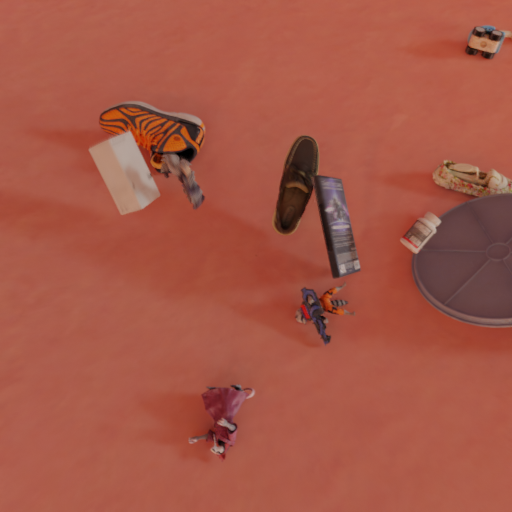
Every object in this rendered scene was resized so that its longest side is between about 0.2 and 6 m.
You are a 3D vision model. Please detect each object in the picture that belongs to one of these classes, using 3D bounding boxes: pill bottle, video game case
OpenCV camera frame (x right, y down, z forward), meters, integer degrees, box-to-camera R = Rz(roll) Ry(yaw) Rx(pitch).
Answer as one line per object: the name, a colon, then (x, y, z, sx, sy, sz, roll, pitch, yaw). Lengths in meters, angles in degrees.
pill bottle: (3.141, -0.454, 10.662, 0.422, 0.422, 0.761, 43, 96, 25)
video game case: (1.562, -0.570, 10.752, 0.181, 1.365, 1.910, -13, 88, 27)

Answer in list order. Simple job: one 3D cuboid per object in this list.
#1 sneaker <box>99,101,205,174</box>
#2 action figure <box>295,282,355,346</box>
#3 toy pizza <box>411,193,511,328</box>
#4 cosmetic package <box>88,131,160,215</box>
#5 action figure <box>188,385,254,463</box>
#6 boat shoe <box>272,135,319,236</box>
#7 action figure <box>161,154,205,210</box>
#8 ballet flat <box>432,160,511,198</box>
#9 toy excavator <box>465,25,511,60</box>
sneaker: (-2.531, -2.739, 13.030, 2.551, 0.990, 1.429, 6, 54, 4)
action figure: (1.298, 1.119, 10.739, 1.128, 0.610, 1.166, -14, 83, -2)
toy pizza: (4.736, 0.074, 10.905, 3.316, 0.525, 3.316, -16, 44, 16)
cosmetic package: (-2.665, -1.694, 11.427, 0.600, 1.479, 0.835, -13, 21, 27)
action figure: (-0.562, 2.845, 9.503, 0.833, 0.926, 1.244, -21, 63, 37)
boat shoe: (0.866, -1.433, 11.474, 0.777, 0.688, 2.122, 11, 95, -6)
action figure: (-1.442, -1.532, 11.033, 0.460, 1.326, 0.863, -45, 53, -9)
ballet flat: (4.966, -1.683, 12.511, 1.975, 0.631, 0.747, 13, 55, 8)
toy excavator: (6.653, -6.101, 15.620, 1.376, 0.707, 1.416, 20, 49, 12)
